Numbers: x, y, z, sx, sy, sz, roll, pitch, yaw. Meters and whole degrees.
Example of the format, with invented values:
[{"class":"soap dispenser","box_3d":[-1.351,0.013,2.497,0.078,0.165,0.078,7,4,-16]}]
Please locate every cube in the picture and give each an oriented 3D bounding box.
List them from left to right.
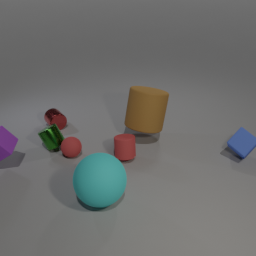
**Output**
[{"class":"cube","box_3d":[-3.937,0.499,8.551,0.700,0.700,0.700,-28,33,20]},{"class":"cube","box_3d":[3.768,0.501,9.198,0.700,0.700,0.700,44,5,24]}]

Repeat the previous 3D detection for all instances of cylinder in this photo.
[{"class":"cylinder","box_3d":[-2.659,0.305,9.765,0.700,0.700,0.700,-26,16,8]},{"class":"cylinder","box_3d":[-2.898,-0.348,11.192,0.700,0.700,0.700,-18,34,-30]},{"class":"cylinder","box_3d":[-0.101,0.616,9.221,0.700,0.700,0.700,-2,16,1]},{"class":"cylinder","box_3d":[0.657,-0.683,10.028,1.400,1.400,1.400,8,17,-3]}]

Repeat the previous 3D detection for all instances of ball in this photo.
[{"class":"ball","box_3d":[-1.908,0.638,9.423,0.700,0.700,0.700,0,29,0]},{"class":"ball","box_3d":[-0.732,1.347,7.310,1.400,1.400,1.400,0,29,0]}]
